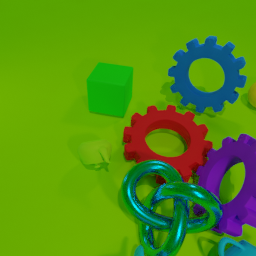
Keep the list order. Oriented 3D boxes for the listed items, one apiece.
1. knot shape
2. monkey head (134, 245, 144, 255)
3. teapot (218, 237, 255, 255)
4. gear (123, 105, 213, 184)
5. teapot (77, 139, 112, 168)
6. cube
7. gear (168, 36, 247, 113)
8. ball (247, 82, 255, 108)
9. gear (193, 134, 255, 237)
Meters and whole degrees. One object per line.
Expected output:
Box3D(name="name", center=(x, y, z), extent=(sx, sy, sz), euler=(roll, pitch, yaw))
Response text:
Box3D(name="knot shape", center=(0.621, 1.512, 4.835), extent=(1.729, 1.618, 0.799), euler=(23, 10, 25))
Box3D(name="monkey head", center=(0.024, 2.481, 3.990), extent=(0.946, 1.130, 1.570), euler=(44, 51, 5))
Box3D(name="teapot", center=(2.069, 2.215, 4.365), extent=(1.669, 1.038, 0.817), euler=(33, 87, -8))
Box3D(name="gear", center=(0.920, 0.329, 6.670), extent=(2.062, 0.381, 2.062), euler=(2, 52, -2))
Box3D(name="teapot", center=(-0.697, 0.576, 6.177), extent=(0.769, 0.605, 1.236), euler=(-9, 0, -30))
Box3D(name="cube", center=(-0.481, -1.099, 7.894), extent=(1.047, 1.047, 1.047), euler=(10, 41, 9))
Box3D(name="gear", center=(2.066, -1.379, 7.437), extent=(1.970, 1.970, 0.364), euler=(20, 34, 20))
Box3D(name="ball", center=(3.865, -0.954, 8.005), extent=(0.827, 0.827, 0.827), euler=(0, 43, 0))
Box3D(name="gear", center=(1.907, 1.012, 5.178), extent=(0.338, 1.830, 1.830), euler=(26, 40, -17))
